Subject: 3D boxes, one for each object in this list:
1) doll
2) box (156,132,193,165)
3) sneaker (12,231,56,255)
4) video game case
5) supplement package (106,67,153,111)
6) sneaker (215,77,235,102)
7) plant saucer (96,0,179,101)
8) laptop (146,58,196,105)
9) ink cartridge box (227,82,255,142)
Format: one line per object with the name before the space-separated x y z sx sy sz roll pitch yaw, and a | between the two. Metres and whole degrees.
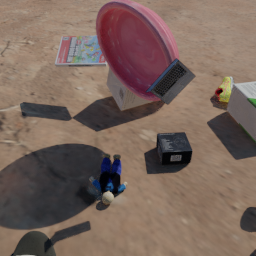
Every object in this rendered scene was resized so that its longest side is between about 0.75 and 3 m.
doll | -0.522 1.373 7.550 1.032 0.366 1.512 6 44 -5
box | 1.364 0.601 8.396 0.898 0.557 0.883 -3 38 -3
sneaker | -1.884 2.870 4.972 0.999 1.194 2.697 -5 36 -4
video game case | -1.636 -2.821 10.248 1.898 0.166 1.357 2 64 9
supplement package | 0.602 -1.875 10.596 2.382 1.444 1.427 -18 62 -21
sneaker | 3.850 -1.566 11.176 0.752 0.651 1.666 -2 33 13
plant saucer | 0.313 -2.083 7.530 0.725 2.859 2.859 -40 51 -23
laptop | 0.920 -0.939 5.911 0.964 0.902 0.558 33 20 -30
ink cartridge box | 5.216 -0.707 9.588 2.796 1.161 2.050 -8 38 -10
